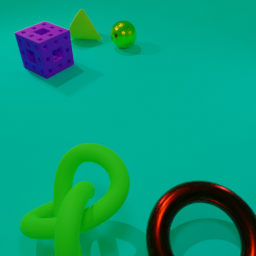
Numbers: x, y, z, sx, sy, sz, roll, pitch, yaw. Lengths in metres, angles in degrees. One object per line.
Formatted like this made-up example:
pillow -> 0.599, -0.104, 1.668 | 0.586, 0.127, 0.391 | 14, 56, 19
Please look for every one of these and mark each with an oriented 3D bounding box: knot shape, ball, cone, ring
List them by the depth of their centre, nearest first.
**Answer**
knot shape -> -0.934, 1.274, 4.412 | 0.911, 1.846, 1.972 | 36, 53, -27
ring -> 1.230, 1.763, 4.436 | 1.908, 0.382, 1.908 | 1, 62, -3
ball -> -0.160, -3.360, 10.063 | 0.954, 0.954, 0.954 | 0, 42, 0
cone -> -1.463, -3.608, 10.500 | 1.165, 1.161, 1.161 | 30, 44, -7

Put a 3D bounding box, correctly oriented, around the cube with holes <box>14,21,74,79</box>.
cube with holes -> -2.624, -2.516, 8.961 | 1.186, 1.186, 1.186 | 28, 49, 27
